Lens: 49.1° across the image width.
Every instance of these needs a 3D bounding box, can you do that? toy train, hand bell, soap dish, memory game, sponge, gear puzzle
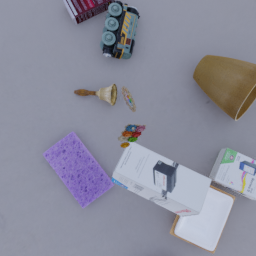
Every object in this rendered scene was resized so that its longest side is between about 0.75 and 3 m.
[{"bbox_3d":[-0.326,-4.047,11.690,1.406,1.051,2.467,13,80,-11],"label":"toy train"},{"bbox_3d":[-1.390,-1.419,11.525,1.732,0.902,0.902,5,82,14],"label":"hand bell"},{"bbox_3d":[2.802,3.279,10.665,1.790,0.924,2.275,24,82,3],"label":"soap dish"},{"bbox_3d":[0.017,-0.868,8.451,0.056,0.872,0.872,-27,83,-13],"label":"memory game"},{"bbox_3d":[-1.967,1.641,11.156,1.528,0.409,2.740,-38,84,-5],"label":"sponge"},{"bbox_3d":[0.039,0.249,7.211,0.555,1.071,0.140,4,54,-24],"label":"gear puzzle"}]

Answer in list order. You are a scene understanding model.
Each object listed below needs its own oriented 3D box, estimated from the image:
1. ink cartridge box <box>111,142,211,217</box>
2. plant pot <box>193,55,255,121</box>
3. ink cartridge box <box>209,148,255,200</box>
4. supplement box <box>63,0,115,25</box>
[{"bbox_3d":[0.929,1.659,8.830,2.685,1.948,1.124,26,70,3],"label":"ink cartridge box"},{"bbox_3d":[3.831,-1.844,10.899,2.368,2.207,2.207,38,84,24],"label":"plant pot"},{"bbox_3d":[4.367,1.787,10.918,1.905,0.834,1.384,26,82,2],"label":"ink cartridge box"},{"bbox_3d":[-1.661,-5.398,12.018,1.975,0.601,1.075,-27,82,-3],"label":"supplement box"}]
